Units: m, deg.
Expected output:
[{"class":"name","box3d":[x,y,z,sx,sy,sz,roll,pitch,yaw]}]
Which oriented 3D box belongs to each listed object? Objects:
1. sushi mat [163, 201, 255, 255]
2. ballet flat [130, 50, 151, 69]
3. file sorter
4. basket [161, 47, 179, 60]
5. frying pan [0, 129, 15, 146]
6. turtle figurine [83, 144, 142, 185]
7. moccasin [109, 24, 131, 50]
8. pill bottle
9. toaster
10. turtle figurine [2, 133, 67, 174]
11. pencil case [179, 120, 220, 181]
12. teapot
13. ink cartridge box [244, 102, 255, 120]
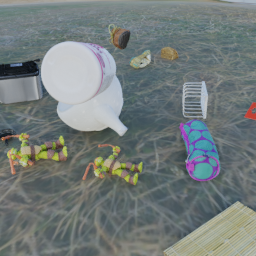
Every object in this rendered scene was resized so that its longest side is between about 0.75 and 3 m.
[{"class":"sushi mat","box3d":[2.227,2.644,6.407,2.666,0.161,1.275,-20,37,-29]},{"class":"ballet flat","box3d":[0.948,-4.184,17.313,0.822,0.822,2.325,17,34,26]},{"class":"file sorter","box3d":[2.842,-1.234,12.024,0.950,1.059,1.526,2,31,9]},{"class":"basket","box3d":[2.788,-5.023,18.605,1.019,0.727,0.759,27,42,37]},{"class":"frying pan","box3d":[-4.374,0.331,10.243,1.144,0.186,0.692,28,41,35]},{"class":"turtle figurine","box3d":[-0.426,1.219,8.353,1.539,0.615,1.909,17,29,13]},{"class":"moccasin","box3d":[-0.403,-3.871,11.779,0.894,0.847,2.315,14,30,-2]},{"class":"pill bottle","box3d":[-1.072,-1.445,7.067,1.356,1.356,2.392,4,16,7]},{"class":"toaster","box3d":[-5.176,-2.290,13.418,2.348,1.393,2.123,-11,33,-17]},{"class":"turtle figurine","box3d":[-2.939,0.829,8.863,1.901,0.759,2.358,-4,23,-22]},{"class":"pencil case","box3d":[2.256,0.625,9.008,1.030,0.948,2.228,14,31,-4]},{"class":"teapot","box3d":[-1.172,-0.907,10.583,2.746,2.032,2.782,-20,42,41]},{"class":"ink cartridge box","box3d":[6.195,-0.698,11.659,2.126,0.607,1.728,22,38,25]}]
